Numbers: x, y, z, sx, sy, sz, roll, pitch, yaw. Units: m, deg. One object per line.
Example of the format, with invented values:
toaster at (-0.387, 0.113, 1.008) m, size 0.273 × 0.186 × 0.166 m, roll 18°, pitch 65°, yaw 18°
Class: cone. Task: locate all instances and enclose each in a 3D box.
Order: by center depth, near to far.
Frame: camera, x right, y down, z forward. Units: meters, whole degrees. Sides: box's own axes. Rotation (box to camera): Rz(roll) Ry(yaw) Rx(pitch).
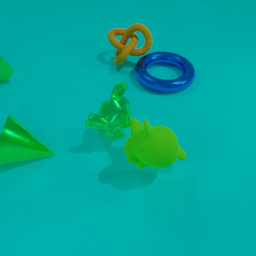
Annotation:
cone at (-2.504, 0.491, 7.059) m, size 1.364 × 1.359 × 1.359 m, roll 19°, pitch 42°, yaw -19°
cone at (-4.384, -2.278, 9.260) m, size 1.063 × 1.063 × 1.067 m, roll -10°, pitch 60°, yaw -9°

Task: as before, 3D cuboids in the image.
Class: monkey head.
monkey head at (0.544, 0.252, 6.268) m, size 1.113 × 1.848 × 1.329 m, roll -24°, pitch 53°, yaw 27°
monkey head at (-0.517, -0.320, 7.072) m, size 1.228 × 1.707 × 1.028 m, roll 8°, pitch 39°, yaw -25°

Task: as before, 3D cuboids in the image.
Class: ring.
ring at (1.257, -1.956, 9.584) m, size 2.090 × 0.418 × 2.090 m, roll 1°, pitch 47°, yaw -1°

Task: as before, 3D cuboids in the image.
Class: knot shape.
knot shape at (-0.068, -3.065, 9.933) m, size 1.650 × 0.762 × 1.544 m, roll -39°, pitch 58°, yaw 9°
